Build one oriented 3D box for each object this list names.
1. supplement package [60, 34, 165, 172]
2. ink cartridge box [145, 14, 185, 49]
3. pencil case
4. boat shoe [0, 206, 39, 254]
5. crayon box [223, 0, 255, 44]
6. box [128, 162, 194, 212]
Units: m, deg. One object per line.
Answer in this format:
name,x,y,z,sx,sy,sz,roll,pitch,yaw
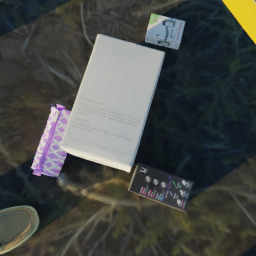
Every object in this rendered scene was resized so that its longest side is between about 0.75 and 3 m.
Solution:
supplement package,-0.321,-0.544,7.199,1.713,1.719,2.930,17,78,3
ink cartridge box,1.107,-2.873,8.362,1.034,0.434,0.752,14,78,3
pencil case,-1.939,0.342,7.481,0.807,0.822,1.923,13,79,2
boat shoe,-3.678,2.768,6.878,2.913,0.967,1.078,-23,79,-5
crayon box,2.585,-2.649,5.363,1.581,0.649,2.515,48,56,-10
box,0.807,1.503,7.187,1.459,0.892,0.774,20,78,3
